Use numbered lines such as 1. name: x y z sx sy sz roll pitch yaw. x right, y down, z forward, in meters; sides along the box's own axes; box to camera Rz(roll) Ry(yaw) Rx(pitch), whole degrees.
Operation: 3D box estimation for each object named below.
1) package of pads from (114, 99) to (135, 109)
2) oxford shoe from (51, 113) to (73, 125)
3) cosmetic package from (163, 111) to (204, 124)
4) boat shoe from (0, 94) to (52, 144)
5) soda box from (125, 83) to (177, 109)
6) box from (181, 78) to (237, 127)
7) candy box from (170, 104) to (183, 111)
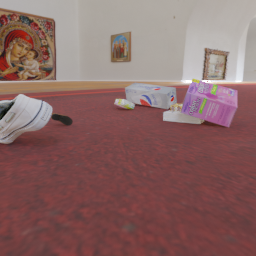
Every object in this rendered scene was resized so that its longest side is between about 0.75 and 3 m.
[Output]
1. package of pads: -0.175 -1.110 12.866 0.647 0.285 0.837 21 -6 -34
2. oxford shoe: -2.168 -0.318 9.113 0.824 0.294 0.294 25 -1 -42
3. cosmetic package: 1.986 -0.401 9.986 1.354 0.343 0.559 6 14 27
4. boat shoe: -2.667 -0.300 6.391 2.479 0.912 0.828 -17 -42 41
5. soda box: 1.090 -1.620 13.836 2.545 0.807 0.869 14 35 38
6. box: 2.760 -0.896 9.446 1.621 0.784 1.426 18 33 12
7. candy box: 2.490 -0.863 12.241 1.106 0.306 0.639 7 14 31
